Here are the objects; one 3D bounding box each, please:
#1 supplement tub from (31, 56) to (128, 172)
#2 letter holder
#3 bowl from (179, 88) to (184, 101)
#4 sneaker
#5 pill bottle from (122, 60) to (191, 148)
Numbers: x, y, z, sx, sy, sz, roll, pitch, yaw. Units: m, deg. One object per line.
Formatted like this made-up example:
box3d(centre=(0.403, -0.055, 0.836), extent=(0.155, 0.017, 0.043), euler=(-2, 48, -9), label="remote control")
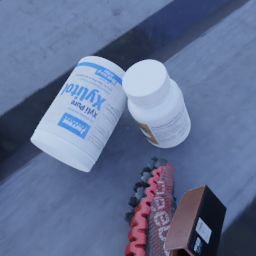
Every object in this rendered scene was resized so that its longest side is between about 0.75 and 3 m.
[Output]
box3d(centre=(-0.938, -0.321, 6.198), extent=(1.458, 1.458, 2.210), euler=(23, 71, 11), label="supplement tub")
box3d(centre=(0.970, 1.637, 4.532), extent=(0.603, 0.852, 1.199), euler=(48, 44, -12), label="letter holder")
box3d(centre=(0.994, -0.851, 7.076), extent=(0.864, 0.864, 0.388), euler=(15, 48, 7), label="bowl")
box3d(centre=(0.640, 2.033, 5.426), extent=(1.468, 1.062, 3.005), euler=(15, 61, -2), label="sneaker")
box3d(centre=(0.632, -0.469, 6.052), extent=(1.138, 1.990, 1.138), euler=(-11, 57, 17), label="pill bottle")
